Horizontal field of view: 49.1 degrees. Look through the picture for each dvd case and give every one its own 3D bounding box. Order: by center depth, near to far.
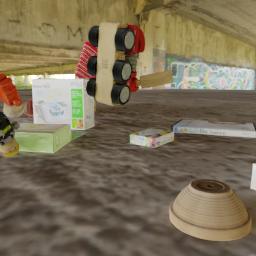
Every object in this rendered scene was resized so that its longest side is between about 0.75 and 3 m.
[{"bbox_3d":[2.945,-0.027,9.596,2.611,0.229,1.863,4,11,21],"label":"dvd case"}]

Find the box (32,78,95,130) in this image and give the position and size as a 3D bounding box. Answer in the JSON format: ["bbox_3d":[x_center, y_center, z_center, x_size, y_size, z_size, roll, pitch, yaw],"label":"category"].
[{"bbox_3d":[-2.287,-0.893,10.069,2.000,1.765,0.967,3,10,15],"label":"box"}]

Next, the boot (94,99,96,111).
[{"bbox_3d":[-3.034,-1.184,14.267,2.788,0.922,2.442,1,14,-9],"label":"boot"}]

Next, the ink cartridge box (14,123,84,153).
[{"bbox_3d":[-2.393,0.129,7.871,1.721,0.567,2.365,2,12,10],"label":"ink cartridge box"}]

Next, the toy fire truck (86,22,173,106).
[{"bbox_3d":[0.172,-1.659,7.329,1.414,1.935,2.198,16,22,30],"label":"toy fire truck"}]

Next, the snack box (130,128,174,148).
[{"bbox_3d":[0.685,0.259,7.785,0.787,0.293,1.106,7,12,35],"label":"snack box"}]

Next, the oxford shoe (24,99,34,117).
[{"bbox_3d":[-3.318,-0.839,12.943,2.873,1.012,1.075,-2,-14,-11],"label":"oxford shoe"}]

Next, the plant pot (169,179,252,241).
[{"bbox_3d":[1.025,0.937,3.509,0.993,0.458,0.993,1,10,0],"label":"plant pot"}]

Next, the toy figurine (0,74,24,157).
[{"bbox_3d":[-3.367,-0.219,6.409,1.845,1.283,1.816,-6,54,-9],"label":"toy figurine"}]

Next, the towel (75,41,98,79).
[{"bbox_3d":[-1.360,-2.467,11.149,1.301,1.799,0.202,30,-34,-32],"label":"towel"}]

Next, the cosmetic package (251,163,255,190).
[{"bbox_3d":[2.490,0.743,4.660,1.051,0.434,0.266,-7,11,-31],"label":"cosmetic package"}]
